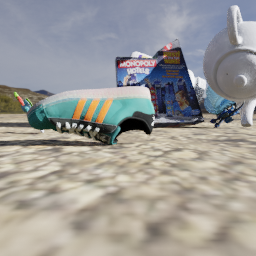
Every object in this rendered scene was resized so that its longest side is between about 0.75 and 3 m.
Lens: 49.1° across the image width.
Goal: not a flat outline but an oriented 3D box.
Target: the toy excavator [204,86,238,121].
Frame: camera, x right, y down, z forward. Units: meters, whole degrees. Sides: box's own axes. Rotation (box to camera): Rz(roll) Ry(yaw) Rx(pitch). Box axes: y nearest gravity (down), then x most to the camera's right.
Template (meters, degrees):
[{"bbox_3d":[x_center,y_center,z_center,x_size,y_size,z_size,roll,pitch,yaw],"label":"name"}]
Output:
[{"bbox_3d":[4.428,-1.864,12.852,2.827,1.412,2.749,20,-50,-42],"label":"toy excavator"}]

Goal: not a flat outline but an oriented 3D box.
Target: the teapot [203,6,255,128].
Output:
[{"bbox_3d":[3.370,-1.821,8.311,2.613,2.579,1.908,34,40,2],"label":"teapot"}]

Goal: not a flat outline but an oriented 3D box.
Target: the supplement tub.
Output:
[{"bbox_3d":[1.213,-1.459,10.710,2.951,2.146,2.146,20,4,1],"label":"supplement tub"}]

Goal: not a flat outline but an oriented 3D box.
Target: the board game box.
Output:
[{"bbox_3d":[0.905,-1.437,8.920,2.743,2.742,0.846,-1,-8,-15],"label":"board game box"}]

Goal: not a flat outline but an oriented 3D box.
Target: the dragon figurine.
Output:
[{"bbox_3d":[2.997,-0.379,8.378,0.607,0.359,1.221,-43,5,-32],"label":"dragon figurine"}]

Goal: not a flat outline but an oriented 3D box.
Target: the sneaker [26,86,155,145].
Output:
[{"bbox_3d":[-0.524,-0.114,4.278,1.955,0.781,0.698,-9,-19,-8],"label":"sneaker"}]

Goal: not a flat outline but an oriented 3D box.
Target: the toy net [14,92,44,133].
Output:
[{"bbox_3d":[-2.311,-0.401,6.775,0.263,0.716,1.364,-34,50,-21],"label":"toy net"}]
